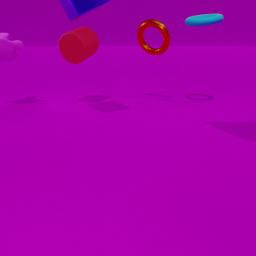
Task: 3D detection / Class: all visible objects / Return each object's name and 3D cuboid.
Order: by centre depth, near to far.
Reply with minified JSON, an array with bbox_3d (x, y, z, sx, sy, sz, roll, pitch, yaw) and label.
[{"bbox_3d":[-1.226,-3.585,7.386,1.041,1.041,1.041,-34,22,-15],"label":"cube"},{"bbox_3d":[2.564,-3.647,9.457,1.245,0.249,1.245,-7,25,3],"label":"ring"},{"bbox_3d":[-4.328,-2.838,9.531,1.636,1.177,0.986,-2,-10,-9],"label":"monkey head"},{"bbox_3d":[-1.701,-2.903,9.805,1.061,1.061,1.061,7,32,20],"label":"cylinder"},{"bbox_3d":[0.926,-3.302,10.265,1.359,1.359,0.272,11,43,32],"label":"ring"}]
